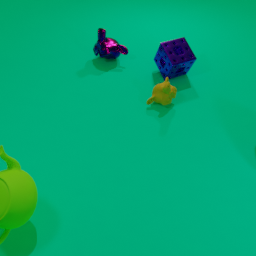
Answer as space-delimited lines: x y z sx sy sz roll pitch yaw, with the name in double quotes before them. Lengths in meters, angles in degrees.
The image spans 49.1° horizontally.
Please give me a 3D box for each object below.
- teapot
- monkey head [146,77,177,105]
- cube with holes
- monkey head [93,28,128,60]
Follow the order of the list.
"teapot" -2.250 1.223 5.095 1.105 0.870 1.777 1 80 22
"monkey head" 0.995 -1.077 8.087 0.656 0.783 1.088 30 72 32
"cube with holes" 1.484 -2.208 8.981 0.868 0.868 0.868 -19 73 -17
"monkey head" -0.684 -2.905 9.680 0.895 1.069 1.486 -19 35 -37
